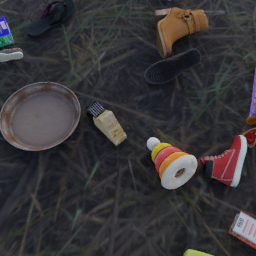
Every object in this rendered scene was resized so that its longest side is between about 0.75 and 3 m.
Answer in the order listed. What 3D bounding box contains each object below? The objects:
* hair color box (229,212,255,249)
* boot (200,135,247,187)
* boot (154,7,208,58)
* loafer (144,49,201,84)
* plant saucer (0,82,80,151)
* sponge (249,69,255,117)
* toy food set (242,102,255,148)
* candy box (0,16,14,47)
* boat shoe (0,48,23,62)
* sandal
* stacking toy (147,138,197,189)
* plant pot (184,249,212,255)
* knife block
[{"bbox_3d":[3.478,2.893,7.610,1.239,0.379,0.629,30,66,14],"label":"hair color box"},{"bbox_3d":[2.907,0.834,8.623,1.207,0.606,1.673,18,67,11],"label":"boot"},{"bbox_3d":[2.101,-3.775,10.924,2.019,0.997,2.600,-2,50,2],"label":"boot"},{"bbox_3d":[1.603,-2.198,10.280,2.157,0.766,0.788,-21,101,-3],"label":"loafer"},{"bbox_3d":[-2.889,-0.378,9.360,2.637,0.423,2.637,0,62,0],"label":"plant saucer"},{"bbox_3d":[5.181,-1.301,9.878,1.437,0.384,2.576,15,63,9],"label":"sponge"},{"bbox_3d":[4.550,-0.188,9.029,1.544,0.382,2.429,41,89,15],"label":"toy food set"},{"bbox_3d":[-5.374,-3.705,11.090,1.361,0.524,1.151,-22,62,-10],"label":"candy box"},{"bbox_3d":[-4.606,-2.820,10.689,1.138,0.409,0.339,-10,62,-10],"label":"boat shoe"},{"bbox_3d":[-3.113,-4.637,11.543,0.954,0.607,2.538,32,66,16],"label":"sandal"},{"bbox_3d":[1.132,0.887,8.482,1.236,1.236,1.692,-28,46,-14],"label":"stacking toy"},{"bbox_3d":[1.892,4.162,5.970,2.263,2.064,2.275,18,63,9],"label":"plant pot"},{"bbox_3d":[-0.809,-0.195,9.303,0.470,1.290,1.469,-39,113,-18],"label":"knife block"}]
